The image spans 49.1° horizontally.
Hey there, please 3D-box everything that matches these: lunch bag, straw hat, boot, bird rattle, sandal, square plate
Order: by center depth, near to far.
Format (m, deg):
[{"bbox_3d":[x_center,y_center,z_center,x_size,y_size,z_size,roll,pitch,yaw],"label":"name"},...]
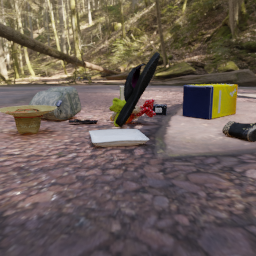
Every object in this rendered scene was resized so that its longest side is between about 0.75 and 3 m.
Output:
[{"bbox_3d":[-0.342,0.302,8.779,1.662,0.236,1.646,-2,11,-11],"label":"square plate"},{"bbox_3d":[4.025,0.010,9.396,1.507,0.552,1.135,-22,22,-34],"label":"boot"},{"bbox_3d":[0.166,-1.383,9.792,0.701,2.927,1.100,33,22,8],"label":"sandal"},{"bbox_3d":[-3.509,-0.246,9.835,2.145,0.908,2.145,-1,11,0],"label":"straw hat"},{"bbox_3d":[0.103,-0.696,11.663,2.010,1.132,1.639,-14,-9,-32],"label":"bird rattle"},{"bbox_3d":[-3.407,-1.045,12.993,2.012,1.402,1.688,5,30,31],"label":"lunch bag"}]

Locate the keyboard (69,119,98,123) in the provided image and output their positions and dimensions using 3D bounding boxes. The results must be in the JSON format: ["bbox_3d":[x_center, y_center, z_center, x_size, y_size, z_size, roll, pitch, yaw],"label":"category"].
[{"bbox_3d":[-1.862,-0.290,11.660,1.191,0.123,0.757,-2,-3,-11],"label":"keyboard"}]

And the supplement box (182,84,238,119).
[{"bbox_3d":[4.162,-1.406,14.082,1.535,1.544,2.820,11,15,43],"label":"supplement box"}]

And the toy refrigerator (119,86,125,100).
[{"bbox_3d":[-0.193,-1.402,14.317,0.511,1.459,0.554,-2,12,-7],"label":"toy refrigerator"}]

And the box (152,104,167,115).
[{"bbox_3d":[1.619,-0.981,14.665,0.835,0.499,0.849,2,11,9],"label":"box"}]
